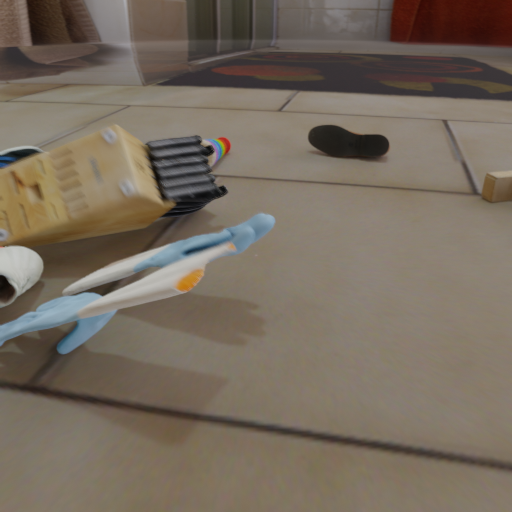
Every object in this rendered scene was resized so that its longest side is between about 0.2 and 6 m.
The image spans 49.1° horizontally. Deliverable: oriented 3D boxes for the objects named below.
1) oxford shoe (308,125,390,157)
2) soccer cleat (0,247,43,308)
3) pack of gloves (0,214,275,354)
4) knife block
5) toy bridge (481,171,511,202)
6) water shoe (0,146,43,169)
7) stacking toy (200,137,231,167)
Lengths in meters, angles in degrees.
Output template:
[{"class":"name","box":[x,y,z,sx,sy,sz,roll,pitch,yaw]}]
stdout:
[{"class":"oxford shoe","box":[2.648,-3.191,16.040,2.373,0.846,0.846,15,9,18]},{"class":"soccer cleat","box":[-3.714,0.386,8.028,1.025,0.916,2.643,20,4,8]},{"class":"pack of gloves","box":[-1.529,0.495,7.643,3.700,0.730,3.109,-16,11,31]},{"class":"knife block","box":[-2.668,-1.147,10.793,3.978,1.273,3.492,-20,-8,7]},{"class":"toy bridge","box":[6.665,-0.795,11.049,1.589,0.643,4.728,-7,25,-17]},{"class":"water shoe","box":[-5.220,-1.321,11.479,1.314,1.190,3.330,-1,31,29]},{"class":"stacking toy","box":[-1.199,-2.922,15.468,0.785,0.785,1.839,7,21,14]}]
